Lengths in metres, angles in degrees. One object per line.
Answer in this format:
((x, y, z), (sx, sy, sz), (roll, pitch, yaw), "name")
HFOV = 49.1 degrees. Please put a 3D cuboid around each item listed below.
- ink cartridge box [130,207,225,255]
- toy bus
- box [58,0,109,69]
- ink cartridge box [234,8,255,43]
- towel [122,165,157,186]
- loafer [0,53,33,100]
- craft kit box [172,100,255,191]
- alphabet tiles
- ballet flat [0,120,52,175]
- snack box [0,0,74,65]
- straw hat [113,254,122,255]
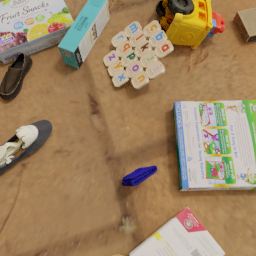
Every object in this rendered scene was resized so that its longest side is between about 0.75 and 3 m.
((1.175, 3.190, 7.092), (1.937, 0.808, 1.406), (-35, 74, -12), "ink cartridge box")
((2.153, -3.879, 9.417), (2.197, 1.553, 2.288), (8, 67, -11), "toy bus")
((-1.409, -3.238, 9.362), (0.584, 0.978, 2.376), (24, 71, 9), "box")
((4.365, -3.610, 9.790), (0.913, 0.416, 1.109), (-13, 70, -6), "ink cartridge box")
((0.273, 1.269, 7.596), (0.841, 1.138, 0.282), (-32, 89, -18), "towel")
((-3.691, -1.724, 8.997), (0.625, 0.611, 1.713), (15, 71, 5), "loafer")
((2.719, 0.461, 8.196), (2.621, 0.644, 2.654), (-2, 69, 3), "craft kit box")
((0.277, -2.347, 8.966), (2.182, 0.163, 2.231), (-32, 64, 18), "alphabet tiles")
((-3.178, 0.498, 8.102), (2.272, 0.830, 0.830), (-41, 75, -14), "ballet flat")
((-3.385, -3.595, 9.616), (2.752, 0.729, 1.957), (-24, 72, -9), "snack box")
((-0.289, 3.700, 7.159), (0.825, 0.349, 0.825), (3, 61, -5), "straw hat")
